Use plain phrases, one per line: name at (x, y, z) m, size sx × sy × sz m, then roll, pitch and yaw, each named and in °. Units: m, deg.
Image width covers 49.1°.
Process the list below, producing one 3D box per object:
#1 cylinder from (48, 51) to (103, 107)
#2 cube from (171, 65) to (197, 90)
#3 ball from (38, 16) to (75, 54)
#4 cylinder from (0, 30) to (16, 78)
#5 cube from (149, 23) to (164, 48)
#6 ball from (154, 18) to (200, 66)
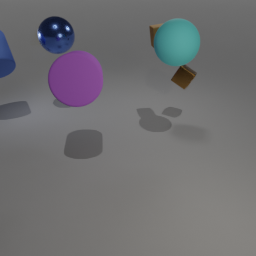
cylinder at (-1.401, -1.410, 7.797) m, size 1.400 × 1.400 × 1.400 m, roll -3°, pitch 18°, yaw -5°
cube at (2.237, -2.053, 11.170) m, size 0.700 × 0.700 × 0.700 m, roll 36°, pitch 27°, yaw 4°
ball at (-2.778, -3.594, 10.879) m, size 1.400 × 1.400 × 1.400 m, roll 0°, pitch 29°, yaw 0°
cylinder at (-5.131, -2.775, 10.491) m, size 1.400 × 1.400 × 1.400 m, roll -18°, pitch 77°, yaw -30°
cube at (1.156, -3.124, 9.490) m, size 0.700 × 0.700 × 0.700 m, roll -10°, pitch 27°, yaw -2°
ball at (1.491, -2.609, 8.589) m, size 1.400 × 1.400 × 1.400 m, roll 0°, pitch 29°, yaw 0°
